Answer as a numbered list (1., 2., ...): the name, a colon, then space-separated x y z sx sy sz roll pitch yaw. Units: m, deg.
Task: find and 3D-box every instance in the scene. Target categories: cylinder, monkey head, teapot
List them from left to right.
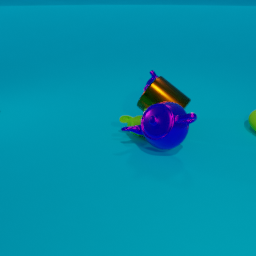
1. monkey head: 0.398 -0.179 7.883 1.183 0.851 0.713 14 13 -21
2. monkey head: 0.962 -1.820 11.142 0.700 0.835 1.161 -28 9 34
3. teapot: 0.785 -0.086 6.955 1.985 1.234 0.972 -12 -18 33
4. cylinder: 1.048 -0.735 8.248 1.158 1.158 1.158 40 37 8

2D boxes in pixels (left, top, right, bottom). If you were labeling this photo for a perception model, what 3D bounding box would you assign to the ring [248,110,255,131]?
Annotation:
1. ring: 4.414 -0.112 8.219 1.668 0.334 1.668 3 31 -2
